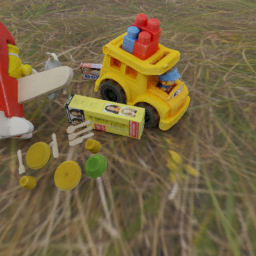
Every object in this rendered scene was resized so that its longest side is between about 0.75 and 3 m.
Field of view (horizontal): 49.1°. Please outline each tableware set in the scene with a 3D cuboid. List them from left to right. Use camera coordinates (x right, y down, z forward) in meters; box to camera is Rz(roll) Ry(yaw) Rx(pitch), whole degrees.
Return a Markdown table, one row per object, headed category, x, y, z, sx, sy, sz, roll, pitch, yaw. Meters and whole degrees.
| category | x | y | z | sx | sy | sz | roll | pitch | yaw |
| --- | --- | --- | --- | --- | --- | --- | --- | --- | --- |
| tableware set | -1.398 | 0.731 | 5.814 | 1.945 | 0.299 | 1.311 | -23 | 62 | 10 |

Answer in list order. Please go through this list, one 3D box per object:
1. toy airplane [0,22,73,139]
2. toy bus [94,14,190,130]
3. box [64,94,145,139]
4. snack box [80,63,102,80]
| category | x | y | z | sx | sy | sz | roll | pitch | yaw |
| --- | --- | --- | --- | --- | --- | --- | --- | --- | --- |
| toy airplane | -2.943 | -1.039 | 7.243 | 2.789 | 2.777 | 1.968 | 33 | 23 | 8 |
| toy bus | 0.577 | -1.613 | 7.668 | 2.643 | 2.537 | 1.794 | 33 | 49 | 17 |
| box | -0.606 | -0.311 | 7.482 | 2.070 | 0.779 | 0.519 | 13 | 52 | 9 |
| snack box | -0.779 | -1.937 | 9.833 | 1.748 | 0.629 | 0.213 | 7 | 59 | 12 |
